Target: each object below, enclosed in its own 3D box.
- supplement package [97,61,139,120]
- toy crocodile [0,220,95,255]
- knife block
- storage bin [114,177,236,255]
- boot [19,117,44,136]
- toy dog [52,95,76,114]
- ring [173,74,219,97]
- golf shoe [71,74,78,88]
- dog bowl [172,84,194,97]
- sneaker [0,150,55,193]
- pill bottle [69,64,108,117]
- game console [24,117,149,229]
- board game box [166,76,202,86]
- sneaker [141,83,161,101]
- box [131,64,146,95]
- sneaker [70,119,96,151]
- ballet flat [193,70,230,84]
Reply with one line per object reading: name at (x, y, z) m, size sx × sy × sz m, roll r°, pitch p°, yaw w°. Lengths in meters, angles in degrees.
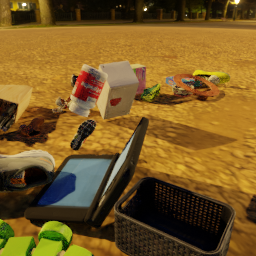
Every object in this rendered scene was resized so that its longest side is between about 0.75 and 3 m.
supplement package at (-0.487, -1.414, 10.729) m, size 1.182 × 1.949 × 1.167 m, roll -13°, pitch 60°, yaw -20°
toy crocodile at (-1.923, 2.258, 4.787) m, size 2.979 × 0.920 × 1.005 m, roll 0°, pitch 26°, yaw 10°
knife block at (-4.534, -0.789, 10.961) m, size 2.483 × 0.905 × 2.828 m, roll 36°, pitch 26°, yaw 29°
storage bin at (0.850, 1.894, 5.350) m, size 2.006 × 0.940 × 1.356 m, roll 16°, pitch 29°, yaw 29°
boot at (-3.343, -0.037, 10.123) m, size 0.994 × 0.381 × 0.772 m, roll -21°, pitch 32°, yaw -38°
toy dog at (-2.450, -1.159, 12.039) m, size 1.633 × 0.786 × 1.077 m, roll 4°, pitch 25°, yaw 8°
ring at (3.434, -2.147, 14.208) m, size 2.418 × 0.232 × 2.418 m, roll 10°, pitch 33°, yaw -7°
golf shoe at (-2.274, -2.578, 15.128) m, size 1.626 × 0.768 × 0.632 m, roll -1°, pitch 24°, yaw -6°
dog bowl at (2.745, -1.888, 14.061) m, size 1.097 × 0.404 × 1.097 m, roll -1°, pitch 25°, yaw 0°
sneaker at (-3.069, 1.145, 6.825) m, size 2.587 × 0.956 × 1.026 m, roll -9°, pitch 22°, yaw -20°
pill bottle at (-1.101, -0.989, 7.536) m, size 0.720 × 1.282 × 0.720 m, roll 23°, pitch 9°, yaw -4°
game console at (-0.852, 0.855, 6.797) m, size 1.634 × 2.469 × 2.807 m, roll 29°, pitch 27°, yaw -3°
board game box at (3.106, -2.603, 15.625) m, size 1.631 × 0.367 × 1.241 m, roll -10°, pitch 27°, yaw -20°
sneaker at (1.137, -1.814, 13.651) m, size 0.692 × 0.613 × 1.656 m, roll 16°, pitch 29°, yaw 22°
box at (0.085, -2.368, 13.937) m, size 1.550 × 1.364 × 0.750 m, roll -17°, pitch 30°, yaw -32°
sneaker at (-1.429, 0.165, 8.906) m, size 0.468 × 1.215 × 0.516 m, roll 39°, pitch 16°, yaw -6°
ballet flat at (4.580, -2.779, 15.777) m, size 0.758 × 0.756 × 2.262 m, roll -41°, pitch 40°, yaw -25°
